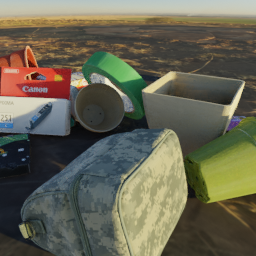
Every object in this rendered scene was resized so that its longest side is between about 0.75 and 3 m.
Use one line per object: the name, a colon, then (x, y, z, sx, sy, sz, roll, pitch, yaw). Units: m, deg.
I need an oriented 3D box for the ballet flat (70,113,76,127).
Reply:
ballet flat: (-2.660, -0.460, 11.030, 1.793, 0.610, 0.613, 13, 21, 24)

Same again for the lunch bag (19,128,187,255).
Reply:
lunch bag: (-0.365, 1.290, 5.737, 2.473, 2.054, 2.948, -1, 21, 29)

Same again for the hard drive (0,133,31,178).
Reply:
hard drive: (-3.726, 0.824, 8.591, 1.429, 0.387, 2.046, -8, 28, -16)

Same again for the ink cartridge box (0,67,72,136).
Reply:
ink cartridge box: (-3.453, -1.009, 10.055, 2.755, 2.427, 0.616, 3, 2, 5)

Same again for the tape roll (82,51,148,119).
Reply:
tape roll: (-0.407, -1.526, 10.543, 2.920, 2.920, 0.702, 25, 69, 41)

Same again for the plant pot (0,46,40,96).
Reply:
plant pot: (-5.147, -1.777, 11.685, 2.683, 2.759, 2.759, -12, 27, -6)

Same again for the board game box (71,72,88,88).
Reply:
board game box: (-3.107, -2.630, 15.608, 1.950, 0.452, 1.477, -21, 33, -37)

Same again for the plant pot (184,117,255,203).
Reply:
plant pot: (2.490, 0.965, 6.962, 1.909, 2.011, 2.011, -19, 29, -8)

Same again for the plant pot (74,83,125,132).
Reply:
plant pot: (-1.171, -0.628, 10.411, 1.800, 1.800, 1.209, -11, -8, -22)

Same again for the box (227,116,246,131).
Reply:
box: (3.561, -0.189, 10.375, 1.871, 0.366, 1.280, 2, 11, 4)

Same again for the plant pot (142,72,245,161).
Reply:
plant pot: (2.024, -0.298, 8.839, 2.480, 2.198, 2.483, 13, 30, 25)

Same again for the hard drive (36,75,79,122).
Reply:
hard drive: (-2.731, -1.203, 11.397, 2.370, 1.563, 0.311, 21, 47, 37)
